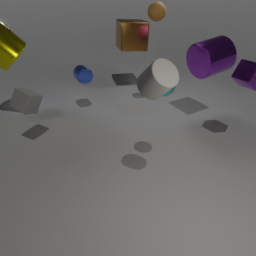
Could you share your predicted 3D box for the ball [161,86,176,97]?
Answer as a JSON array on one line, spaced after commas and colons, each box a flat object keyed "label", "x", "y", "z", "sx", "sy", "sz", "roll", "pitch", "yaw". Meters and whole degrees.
[{"label": "ball", "x": 0.941, "y": -1.191, "z": 7.537, "sx": 0.700, "sy": 0.700, "sz": 0.700, "roll": 0, "pitch": 29, "yaw": 0}]

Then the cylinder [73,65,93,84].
[{"label": "cylinder", "x": -1.970, "y": -2.338, "z": 12.245, "sx": 0.700, "sy": 0.700, "sz": 0.700, "roll": -13, "pitch": 31, "yaw": -22}]

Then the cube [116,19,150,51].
[{"label": "cube", "x": 0.191, "y": -4.738, "z": 14.253, "sx": 1.400, "sy": 1.400, "sz": 1.400, "roll": -4, "pitch": 26, "yaw": -13}]

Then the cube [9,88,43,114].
[{"label": "cube", "x": -3.536, "y": -0.938, "z": 9.740, "sx": 0.700, "sy": 0.700, "sz": 0.700, "roll": 26, "pitch": 13, "yaw": 14}]

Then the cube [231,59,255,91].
[{"label": "cube", "x": 4.002, "y": -1.758, "z": 9.269, "sx": 0.700, "sy": 0.700, "sz": 0.700, "roll": 24, "pitch": 7, "yaw": -43}]

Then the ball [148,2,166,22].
[{"label": "ball", "x": 1.094, "y": -4.410, "z": 10.613, "sx": 0.700, "sy": 0.700, "sz": 0.700, "roll": 0, "pitch": 29, "yaw": 0}]

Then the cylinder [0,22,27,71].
[{"label": "cylinder", "x": -4.860, "y": -3.144, "z": 10.623, "sx": 1.400, "sy": 1.400, "sz": 1.400, "roll": -34, "pitch": 34, "yaw": 27}]

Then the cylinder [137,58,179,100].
[{"label": "cylinder", "x": 0.654, "y": -1.074, "z": 6.229, "sx": 0.700, "sy": 0.700, "sz": 0.700, "roll": -21, "pitch": -8, "yaw": -32}]

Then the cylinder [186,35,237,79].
[{"label": "cylinder", "x": 3.280, "y": -2.800, "z": 11.095, "sx": 1.400, "sy": 1.400, "sz": 1.400, "roll": -22, "pitch": 35, "yaw": -21}]
